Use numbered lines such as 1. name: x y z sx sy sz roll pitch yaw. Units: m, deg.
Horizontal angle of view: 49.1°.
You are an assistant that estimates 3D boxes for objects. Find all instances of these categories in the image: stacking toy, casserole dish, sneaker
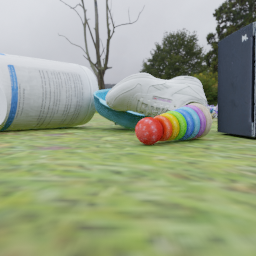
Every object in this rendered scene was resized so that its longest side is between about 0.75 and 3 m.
1. stacking toy: 0.706 -0.012 4.502 1.493 0.637 0.637 -13 11 -42
2. casserole dish: 0.256 -0.609 8.080 1.788 0.573 2.952 26 24 27
3. sneaker: 0.710 -0.620 6.422 2.416 1.204 0.905 -5 -38 -9

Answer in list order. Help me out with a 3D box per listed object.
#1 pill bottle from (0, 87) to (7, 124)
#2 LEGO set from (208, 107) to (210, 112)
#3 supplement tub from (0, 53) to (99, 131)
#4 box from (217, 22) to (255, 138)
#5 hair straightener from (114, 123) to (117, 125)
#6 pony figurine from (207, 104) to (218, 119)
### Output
1. pill bottle: -3.649 -0.448 5.608 2.149 1.197 1.197 0 4 10
2. LEGO set: 1.969 -0.737 10.810 2.773 1.138 1.058 0 4 0
3. supplement tub: -2.453 -0.917 7.568 1.910 1.910 2.895 3 4 44
4. box: 3.355 -0.873 5.614 2.771 2.051 1.446 1 3 -7
5. hair straightener: -0.107 -0.216 9.994 0.375 0.199 0.975 3 5 41
6. pony figurine: 4.078 -0.770 12.972 1.511 1.304 1.565 -40 29 -29
